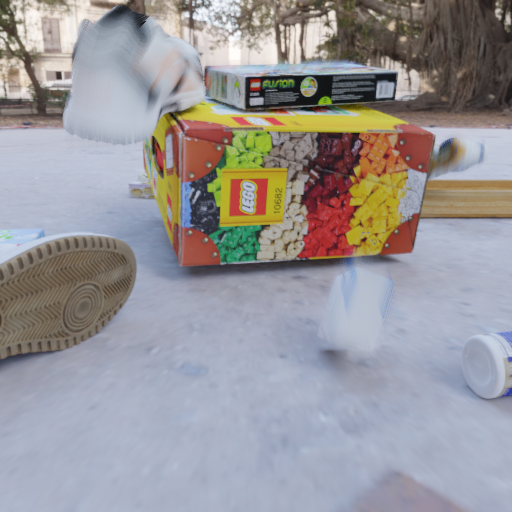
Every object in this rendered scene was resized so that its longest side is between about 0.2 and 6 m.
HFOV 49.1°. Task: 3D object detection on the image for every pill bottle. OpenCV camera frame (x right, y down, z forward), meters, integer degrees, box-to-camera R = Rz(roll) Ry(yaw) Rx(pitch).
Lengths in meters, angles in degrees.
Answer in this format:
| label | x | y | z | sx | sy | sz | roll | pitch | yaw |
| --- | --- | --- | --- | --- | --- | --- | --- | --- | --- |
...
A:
| label | x | y | z | sx | sy | sz | roll | pitch | yaw |
| --- | --- | --- | --- | --- | --- | --- | --- | --- | --- |
| pill bottle | 2.122 | 0.838 | 4.453 | 0.824 | 0.493 | 0.493 | -4 | 16 | -14 |

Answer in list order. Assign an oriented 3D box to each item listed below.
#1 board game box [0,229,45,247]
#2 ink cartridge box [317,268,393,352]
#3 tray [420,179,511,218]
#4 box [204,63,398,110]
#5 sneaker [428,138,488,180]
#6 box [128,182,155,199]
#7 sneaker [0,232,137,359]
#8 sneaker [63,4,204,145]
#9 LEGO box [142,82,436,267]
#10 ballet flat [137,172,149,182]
| label | x | y | z | sx | sy | sz | roll | pitch | yaw |
| --- | --- | --- | --- | --- | --- | --- | --- | --- | --- |
| board game box | -3.836 | 0.140 | 7.020 | 1.809 | 0.438 | 2.392 | -3 | 15 | -8 |
| ink cartridge box | 0.834 | 0.475 | 4.846 | 0.354 | 0.607 | 0.840 | 19 | -7 | 0 |
| tray | 4.432 | -1.183 | 11.474 | 3.225 | 0.597 | 1.590 | -1 | 16 | 1 |
| box | 0.656 | -2.559 | 8.330 | 2.553 | 0.443 | 1.405 | -11 | 27 | -26 |
| sneaker | 3.562 | -1.738 | 10.448 | 0.783 | 0.668 | 1.776 | 1 | 2 | -15 |
| box | -2.110 | -1.505 | 12.998 | 1.758 | 0.364 | 0.340 | 6 | 17 | 16 |
| sneaker | -2.714 | 0.348 | 5.051 | 1.769 | 1.120 | 3.145 | 15 | 23 | 33 |
| sneaker | -1.227 | -2.279 | 6.511 | 1.095 | 1.188 | 2.970 | 12 | 30 | 2 |
| LEGO box | 0.075 | -1.599 | 8.934 | 3.361 | 1.741 | 4.513 | -3 | 25 | -15 |
| ballet flat | -2.076 | -1.811 | 13.714 | 1.750 | 0.628 | 0.628 | -1 | 16 | -6 |
